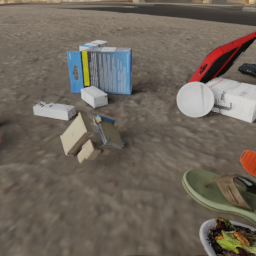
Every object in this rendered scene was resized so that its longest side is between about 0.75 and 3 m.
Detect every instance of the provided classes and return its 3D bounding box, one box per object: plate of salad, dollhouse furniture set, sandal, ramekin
[{"bbox_3d":[2.101,1.888,4.004,2.170,0.521,2.170,19,13,-5],"label":"plate of salad"},{"bbox_3d":[-0.805,0.453,7.426,1.458,0.951,1.376,15,38,-43],"label":"dollhouse furniture set"},{"bbox_3d":[2.269,1.295,5.509,2.443,0.697,0.970,19,34,30],"label":"sandal"},{"bbox_3d":[2.216,-0.963,9.149,1.177,1.177,0.548,8,20,15],"label":"ramekin"}]

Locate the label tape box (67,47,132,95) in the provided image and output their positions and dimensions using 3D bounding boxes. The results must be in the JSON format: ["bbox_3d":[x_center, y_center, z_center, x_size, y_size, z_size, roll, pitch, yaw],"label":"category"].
[{"bbox_3d":[-1.019,-2.193,10.725,2.330,1.680,0.738,2,29,4],"label":"label tape box"}]

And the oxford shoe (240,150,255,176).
[{"bbox_3d":[3.183,0.977,6.468,0.513,0.503,1.414,21,16,-27],"label":"oxford shoe"}]

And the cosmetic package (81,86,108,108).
[{"bbox_3d":[-1.230,-1.143,10.167,0.580,0.417,1.028,-17,35,-27],"label":"cosmetic package"}]

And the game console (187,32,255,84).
[{"bbox_3d":[3.350,-2.373,10.283,2.180,2.465,0.383,-30,77,-21],"label":"game console"}]

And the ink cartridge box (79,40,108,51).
[{"bbox_3d":[-1.645,-3.558,13.706,0.673,1.148,1.568,15,33,25],"label":"ink cartridge box"}]

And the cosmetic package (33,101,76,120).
[{"bbox_3d":[-2.430,-0.585,9.257,1.281,0.324,0.529,9,31,16],"label":"cosmetic package"}]

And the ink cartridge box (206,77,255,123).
[{"bbox_3d":[3.577,-1.017,9.532,1.905,0.808,1.387,24,38,34],"label":"ink cartridge box"}]

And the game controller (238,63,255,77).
[{"bbox_3d":[6.211,-2.359,12.389,1.333,0.538,2.555,-2,26,-35],"label":"game controller"}]
